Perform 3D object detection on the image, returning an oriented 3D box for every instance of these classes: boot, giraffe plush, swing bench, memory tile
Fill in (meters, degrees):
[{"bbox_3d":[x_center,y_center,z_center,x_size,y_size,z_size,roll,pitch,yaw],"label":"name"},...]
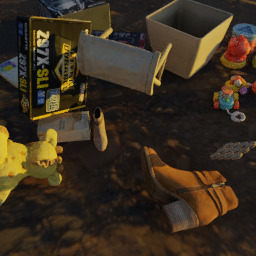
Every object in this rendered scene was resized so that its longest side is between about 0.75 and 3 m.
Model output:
[{"bbox_3d":[-0.947,0.001,9.089,0.450,0.937,1.281,-8,48,-8],"label":"boot"},{"bbox_3d":[-2.943,0.846,7.849,2.025,2.155,2.497,-9,34,-37],"label":"giraffe plush"},{"bbox_3d":[-0.087,-2.173,9.147,2.421,1.579,2.434,19,27,10],"label":"swing bench"},{"bbox_3d":[2.792,0.610,7.501,0.840,1.096,0.092,-31,98,-22],"label":"memory tile"},{"bbox_3d":[1.602,1.408,7.754,2.018,0.997,2.599,-15,48,-14],"label":"boot"}]

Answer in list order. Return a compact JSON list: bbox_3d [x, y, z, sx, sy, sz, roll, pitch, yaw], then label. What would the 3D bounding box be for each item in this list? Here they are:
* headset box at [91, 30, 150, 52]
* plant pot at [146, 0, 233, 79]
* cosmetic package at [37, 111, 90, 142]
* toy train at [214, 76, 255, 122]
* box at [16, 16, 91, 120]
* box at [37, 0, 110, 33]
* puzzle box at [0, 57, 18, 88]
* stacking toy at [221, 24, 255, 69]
[{"bbox_3d":[-0.336,-3.199,11.981,2.717,1.019,2.020,4,47,3],"label":"headset box"},{"bbox_3d":[2.381,-3.575,11.542,2.482,2.200,2.485,33,56,27],"label":"plant pot"},{"bbox_3d":[-2.110,-0.025,9.355,1.654,0.588,0.870,-6,48,-5],"label":"cosmetic package"},{"bbox_3d":[4.313,-1.327,10.334,2.444,0.680,1.836,-35,51,-23],"label":"toy train"},{"bbox_3d":[-2.292,-1.941,8.917,0.728,2.952,2.358,23,27,32],"label":"box"},{"bbox_3d":[-2.655,-5.528,13.754,2.647,1.641,2.603,-26,54,-22],"label":"box"},{"bbox_3d":[-4.654,-2.380,11.777,1.731,0.220,1.151,35,57,28],"label":"puzzle box"},{"bbox_3d":[5.637,-3.690,12.345,2.503,1.168,2.765,17,50,16],"label":"stacking toy"}]
